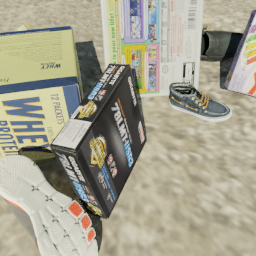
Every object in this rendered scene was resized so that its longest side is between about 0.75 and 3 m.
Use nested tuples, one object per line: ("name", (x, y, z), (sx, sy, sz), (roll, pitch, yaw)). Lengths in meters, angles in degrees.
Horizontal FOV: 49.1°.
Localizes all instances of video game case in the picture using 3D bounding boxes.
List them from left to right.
("video game case", (0.670, -2.295, 7.698), (2.673, 2.936, 0.324), (-4, 25, -4))

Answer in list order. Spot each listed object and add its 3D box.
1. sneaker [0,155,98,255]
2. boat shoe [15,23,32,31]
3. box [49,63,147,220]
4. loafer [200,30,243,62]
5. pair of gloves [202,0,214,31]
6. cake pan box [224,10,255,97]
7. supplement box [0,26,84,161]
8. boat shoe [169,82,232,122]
("sneaker", (-1.599, 1.721, 5.509), (1.039, 1.104, 2.697), (-33, 81, -32))
("boat shoe", (-2.614, -2.210, 8.239), (0.649, 1.770, 0.555), (29, 71, 36))
("box", (-0.386, 0.290, 5.779), (0.582, 2.344, 2.327), (12, 50, 24))
("loafer", (2.566, -2.616, 8.973), (2.814, 0.955, 0.988), (-5, 6, -1))
("pair of gloves", (1.503, -3.548, 8.623), (2.494, 2.933, 0.514), (-13, 73, 4))
("cake pan box", (4.024, -1.881, 7.552), (2.088, 2.267, 0.593), (16, 21, 1))
("supplement box", (-2.558, -0.856, 6.792), (2.882, 1.935, 2.879), (-9, 43, -7))
("boat shoe", (1.943, -0.704, 7.553), (1.739, 0.789, 0.615), (15, 64, 16))
